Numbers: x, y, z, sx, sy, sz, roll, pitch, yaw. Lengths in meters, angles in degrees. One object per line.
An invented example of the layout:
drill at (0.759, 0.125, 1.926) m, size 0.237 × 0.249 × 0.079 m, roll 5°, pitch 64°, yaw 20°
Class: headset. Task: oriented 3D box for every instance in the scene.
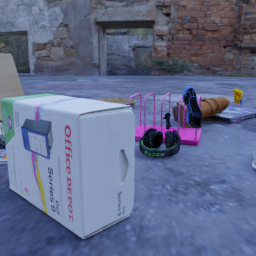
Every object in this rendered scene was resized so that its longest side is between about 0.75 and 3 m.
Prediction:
headset at (0.911, 0.196, 7.418) m, size 1.036 × 0.788 × 1.678 m, roll 5°, pitch 24°, yaw 20°

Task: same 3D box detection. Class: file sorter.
file sorter at (1.168, -0.381, 8.667) m, size 2.135 × 1.339 × 1.484 m, roll 4°, pitch 14°, yaw 17°

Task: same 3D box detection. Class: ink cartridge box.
ink cartridge box at (-1.047, 0.397, 4.520) m, size 2.343 × 1.702 × 1.025 m, roll 12°, pitch 18°, yaw 42°

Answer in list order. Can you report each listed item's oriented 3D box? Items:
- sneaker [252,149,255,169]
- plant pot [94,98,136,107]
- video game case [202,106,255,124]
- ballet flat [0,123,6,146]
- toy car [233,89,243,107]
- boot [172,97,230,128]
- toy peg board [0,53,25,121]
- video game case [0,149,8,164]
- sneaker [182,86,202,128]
sneaker at (3.055, 0.574, 6.278) m, size 0.515 × 0.565 × 1.377 m, roll 3°, pitch 14°, yaw 14°
plant pot at (-0.761, -1.283, 14.754) m, size 2.430 × 0.334 × 2.430 m, roll -1°, pitch 13°, yaw 0°
video game case at (4.287, -0.639, 12.165) m, size 2.794 × 0.265 × 1.996 m, roll -10°, pitch 16°, yaw -38°
ballet flat at (-3.502, 0.175, 7.814) m, size 1.919 × 0.690 × 0.690 m, roll 6°, pitch 15°, yaw 25°
toy car at (6.194, -1.202, 12.531) m, size 1.321 × 0.896 × 2.693 m, roll -33°, pitch 40°, yaw -28°
boot at (2.775, -0.712, 10.284) m, size 1.992 × 0.949 × 2.575 m, roll -11°, pitch 9°, yaw 2°
toy peg board at (-5.713, -1.560, 11.428) m, size 1.310 × 2.668 × 2.679 m, roll -12°, pitch 9°, yaw 17°
video game case at (-2.896, 0.683, 6.824) m, size 1.229 × 0.107 × 0.879 m, roll -2°, pitch 14°, yaw -11°
sneaker at (1.395, -0.429, 5.909) m, size 0.323 × 0.922 × 0.359 m, roll -22°, pitch 24°, yaw -14°
